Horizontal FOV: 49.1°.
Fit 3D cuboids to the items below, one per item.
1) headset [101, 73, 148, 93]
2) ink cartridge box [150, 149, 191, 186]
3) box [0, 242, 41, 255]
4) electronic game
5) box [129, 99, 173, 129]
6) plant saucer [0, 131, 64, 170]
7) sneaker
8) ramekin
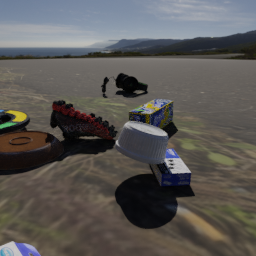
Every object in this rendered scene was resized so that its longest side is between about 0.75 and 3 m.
[{"bbox_3d":[-0.169,-2.298,15.276,2.642,1.242,1.632,7,15,-34],"label":"headset"},{"bbox_3d":[0.823,0.786,5.824,0.590,0.278,1.255,-1,17,-7],"label":"ink cartridge box"},{"bbox_3d":[-1.574,1.704,2.849,1.441,0.299,0.858,-10,20,-38],"label":"box"},{"bbox_3d":[-4.383,-0.152,8.360,2.769,0.576,2.769,0,17,0],"label":"electronic game"},{"bbox_3d":[0.774,-0.359,8.750,0.678,0.738,2.108,9,19,26],"label":"box"},{"bbox_3d":[-2.609,0.443,6.860,2.018,0.348,2.018,0,16,0],"label":"plant saucer"},{"bbox_3d":[-1.288,-0.018,7.789,1.966,0.960,0.695,23,4,-2],"label":"sneaker"},{"bbox_3d":[0.317,0.259,5.652,1.057,0.555,1.057,16,13,-4],"label":"ramekin"}]
